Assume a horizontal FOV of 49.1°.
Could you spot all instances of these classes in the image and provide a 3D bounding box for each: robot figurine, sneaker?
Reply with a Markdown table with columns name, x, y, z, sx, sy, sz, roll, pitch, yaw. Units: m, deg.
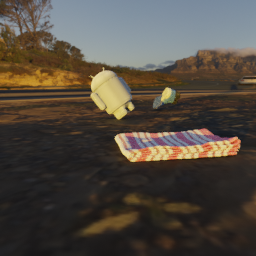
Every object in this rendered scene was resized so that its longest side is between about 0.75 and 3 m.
| name | x | y | z | sx | sy | sz | roll | pitch | yaw |
| --- | --- | --- | --- | --- | --- | --- | --- | --- | --- |
| robot figurine | -0.594 | -1.262 | 10.079 | 1.605 | 1.892 | 1.068 | -36 | 1 | -39 |
| sneaker | 1.844 | -1.271 | 13.058 | 0.865 | 0.597 | 1.554 | 14 | -32 | -19 |

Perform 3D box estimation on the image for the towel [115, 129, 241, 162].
| name | x | y | z | sx | sy | sz | roll | pitch | yaw |
| --- | --- | --- | --- | --- | --- | --- | --- | --- | --- |
| towel | 0.897 | 0.265 | 5.728 | 2.205 | 0.330 | 1.613 | -3 | 9 | -11 |
